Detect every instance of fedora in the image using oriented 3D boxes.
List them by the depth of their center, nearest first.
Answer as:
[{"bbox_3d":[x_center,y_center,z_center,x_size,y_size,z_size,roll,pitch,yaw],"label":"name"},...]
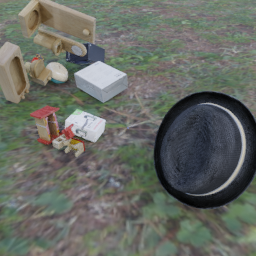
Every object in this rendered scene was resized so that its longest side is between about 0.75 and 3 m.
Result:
[{"bbox_3d":[1.272,0.380,5.070,2.265,2.265,1.034,21,6,27],"label":"fedora"}]

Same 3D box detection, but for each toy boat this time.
[{"bbox_3d":[-2.854,-2.028,10.083,1.359,0.632,1.142,17,28,-23],"label":"toy boat"}]

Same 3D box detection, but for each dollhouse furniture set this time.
[{"bbox_3d":[-1.633,0.034,6.876,1.500,0.807,0.610,15,34,32],"label":"dollhouse furniture set"},{"bbox_3d":[-2.387,-2.020,8.455,1.954,2.281,2.399,22,60,4],"label":"dollhouse furniture set"}]

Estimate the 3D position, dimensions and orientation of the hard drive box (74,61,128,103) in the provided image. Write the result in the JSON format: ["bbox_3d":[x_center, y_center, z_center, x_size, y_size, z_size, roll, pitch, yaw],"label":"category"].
[{"bbox_3d":[-0.896,-1.579,9.336,1.116,0.550,1.432,-35,50,-28],"label":"hard drive box"}]

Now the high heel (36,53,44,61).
[{"bbox_3d":[-3.396,-2.322,10.285,1.057,0.754,0.377,1,17,42],"label":"high heel"}]

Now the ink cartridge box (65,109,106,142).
[{"bbox_3d":[-1.121,-0.067,7.411,0.882,0.371,0.642,21,37,9],"label":"ink cartridge box"}]

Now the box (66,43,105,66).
[{"bbox_3d":[-1.598,-2.749,10.568,1.064,0.661,1.072,2,3,28],"label":"box"}]
